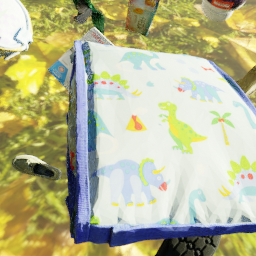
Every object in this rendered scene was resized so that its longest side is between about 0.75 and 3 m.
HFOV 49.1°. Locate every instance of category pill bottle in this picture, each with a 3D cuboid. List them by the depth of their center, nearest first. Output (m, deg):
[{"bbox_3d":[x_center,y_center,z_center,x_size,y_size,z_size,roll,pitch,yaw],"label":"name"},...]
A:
[{"bbox_3d":[2.556,-3.729,6.982,1.237,2.221,1.237,0,75,0],"label":"pill bottle"}]

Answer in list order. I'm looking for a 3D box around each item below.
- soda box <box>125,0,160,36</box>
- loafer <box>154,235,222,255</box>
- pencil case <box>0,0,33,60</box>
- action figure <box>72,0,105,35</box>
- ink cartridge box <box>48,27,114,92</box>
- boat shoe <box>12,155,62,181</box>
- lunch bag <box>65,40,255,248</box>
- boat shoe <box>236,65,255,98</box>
[{"bbox_3d":[0.406,-3.429,8.156,0.789,2.307,0.733,16,92,-4],"label":"soda box"},{"bbox_3d":[0.717,2.110,4.371,0.708,0.732,2.085,40,68,17],"label":"loafer"},{"bbox_3d":[-2.907,-1.516,5.125,2.695,1.222,1.120,-13,64,38],"label":"pencil case"},{"bbox_3d":[-1.307,-3.503,7.535,0.767,1.657,2.805,-22,32,2],"label":"action figure"},{"bbox_3d":[-0.804,-1.245,5.738,0.945,0.554,1.290,44,87,9],"label":"ink cartridge box"},{"bbox_3d":[-1.748,0.733,5.288,1.017,0.315,0.366,14,75,8],"label":"boat shoe"},{"bbox_3d":[0.415,0.187,3.870,2.469,1.851,2.904,2,35,-15],"label":"lunch bag"},{"bbox_3d":[2.324,-0.771,5.485,1.111,0.384,0.410,-41,46,15],"label":"boat shoe"}]
